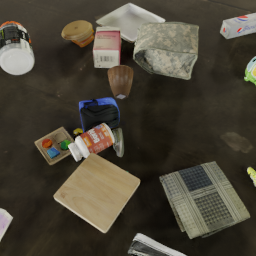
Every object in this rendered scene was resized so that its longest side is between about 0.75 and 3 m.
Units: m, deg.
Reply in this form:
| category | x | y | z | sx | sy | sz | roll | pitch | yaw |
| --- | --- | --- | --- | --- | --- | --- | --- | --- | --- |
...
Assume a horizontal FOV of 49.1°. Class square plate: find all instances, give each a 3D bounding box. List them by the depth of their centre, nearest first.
| category | x | y | z | sx | sy | sz | roll | pitch | yaw |
| --- | --- | --- | --- | --- | --- | --- | --- | --- | --- |
| square plate | 0.155 | -5.977 | 15.970 | 2.848 | 0.409 | 2.875 | 36 | 60 | 25 |

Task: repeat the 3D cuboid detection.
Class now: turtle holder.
| category | x | y | z | sx | sy | sz | roll | pitch | yaw |
| --- | --- | --- | --- | --- | --- | --- | --- | --- | --- |
| turtle holder | 6.052 | -2.663 | 12.916 | 1.619 | 1.150 | 1.230 | -38 | 62 | -26 |

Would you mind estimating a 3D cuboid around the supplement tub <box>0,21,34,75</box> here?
| category | x | y | z | sx | sy | sz | roll | pitch | yaw |
| --- | --- | --- | --- | --- | --- | --- | --- | --- | --- |
| supplement tub | -5.519 | -3.962 | 13.642 | 1.591 | 1.591 | 2.598 | -15 | 54 | -11 |

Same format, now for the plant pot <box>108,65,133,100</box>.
| category | x | y | z | sx | sy | sz | roll | pitch | yaw |
| --- | --- | --- | --- | --- | --- | --- | --- | --- | --- |
| plant pot | -0.315 | -1.942 | 12.497 | 1.167 | 1.167 | 1.248 | -2 | 68 | -1 |

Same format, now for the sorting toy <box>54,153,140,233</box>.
| category | x | y | z | sx | sy | sz | roll | pitch | yaw |
| --- | --- | --- | --- | --- | --- | --- | --- | --- | --- |
| sorting toy | -0.989 | 2.175 | 9.419 | 2.060 | 0.717 | 2.047 | 27 | 56 | 20 |

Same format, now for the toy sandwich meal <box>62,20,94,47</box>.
| category | x | y | z | sx | sy | sz | roll | pitch | yaw |
| --- | --- | --- | --- | --- | --- | --- | --- | --- | --- |
| toy sandwich meal | -2.676 | -5.139 | 15.225 | 1.898 | 0.650 | 1.898 | -7 | 50 | 8 |

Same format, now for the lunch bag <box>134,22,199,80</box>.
| category | x | y | z | sx | sy | sz | roll | pitch | yaw |
| --- | --- | --- | --- | --- | --- | --- | --- | --- | --- |
| lunch bag | 1.760 | -3.845 | 13.478 | 2.957 | 1.739 | 2.425 | 10 | 53 | 2 |

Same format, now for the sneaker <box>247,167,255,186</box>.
| category | x | y | z | sx | sy | sz | roll | pitch | yaw |
| --- | --- | --- | --- | --- | --- | --- | --- | --- | --- |
| sneaker | 4.568 | 1.726 | 10.039 | 0.293 | 0.297 | 0.777 | -14 | 53 | -9 |

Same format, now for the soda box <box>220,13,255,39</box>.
| category | x | y | z | sx | sy | sz | roll | pitch | yaw |
| --- | --- | --- | --- | --- | --- | --- | --- | --- | --- |
| soda box | 6.328 | -5.664 | 15.492 | 2.278 | 0.778 | 0.723 | -17 | 54 | -12 |

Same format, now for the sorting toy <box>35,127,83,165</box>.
| category | x | y | z | sx | sy | sz | roll | pitch | yaw |
| --- | --- | --- | --- | --- | --- | --- | --- | --- | --- |
| sorting toy | -2.548 | 0.501 | 11.018 | 1.873 | 0.251 | 1.395 | -32 | 59 | -22 |

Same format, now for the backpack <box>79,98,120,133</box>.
| category | x | y | z | sx | sy | sz | roll | pitch | yaw |
| --- | --- | --- | --- | --- | --- | --- | --- | --- | --- |
| backpack | -1.139 | -0.649 | 11.301 | 1.520 | 1.235 | 1.276 | -9 | 33 | -6 |

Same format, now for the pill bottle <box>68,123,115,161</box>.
| category | x | y | z | sx | sy | sz | roll | pitch | yaw |
| --- | --- | --- | --- | --- | --- | --- | --- | --- | --- |
| pill bottle | -1.370 | 0.556 | 10.493 | 1.602 | 0.899 | 0.899 | -30 | 58 | -15 |

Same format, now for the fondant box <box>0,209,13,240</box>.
| category | x | y | z | sx | sy | sz | roll | pitch | yaw |
| --- | --- | --- | --- | --- | --- | --- | --- | --- | --- |
| fondant box | -5.187 | 3.145 | 8.671 | 2.453 | 0.714 | 1.770 | 14 | 53 | 9 |

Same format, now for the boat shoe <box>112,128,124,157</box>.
| category | x | y | z | sx | sy | sz | roll | pitch | yaw |
| --- | --- | --- | --- | --- | --- | --- | --- | --- | --- |
| boat shoe | -0.404 | 0.560 | 10.847 | 0.437 | 0.503 | 1.364 | -8 | 50 | 3 |

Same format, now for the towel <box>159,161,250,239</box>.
| category | x | y | z | sx | sy | sz | roll | pitch | yaw |
| --- | --- | --- | --- | --- | --- | --- | --- | --- | --- |
| towel | 2.546 | 2.390 | 9.543 | 2.298 | 0.412 | 2.387 | -13 | 51 | -14 |

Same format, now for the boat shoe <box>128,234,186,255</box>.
| category | x | y | z | sx | sy | sz | roll | pitch | yaw |
| --- | --- | --- | --- | --- | --- | --- | --- | --- | --- |
| boat shoe | 1.044 | 3.865 | 8.033 | 2.195 | 0.810 | 0.750 | 23 | 52 | 18 |

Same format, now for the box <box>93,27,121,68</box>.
| category | x | y | z | sx | sy | sz | roll | pitch | yaw |
| --- | --- | --- | --- | --- | --- | --- | --- | --- | --- |
| box | -1.007 | -4.052 | 14.038 | 1.259 | 1.073 | 1.969 | 1 | 52 | 0 |
